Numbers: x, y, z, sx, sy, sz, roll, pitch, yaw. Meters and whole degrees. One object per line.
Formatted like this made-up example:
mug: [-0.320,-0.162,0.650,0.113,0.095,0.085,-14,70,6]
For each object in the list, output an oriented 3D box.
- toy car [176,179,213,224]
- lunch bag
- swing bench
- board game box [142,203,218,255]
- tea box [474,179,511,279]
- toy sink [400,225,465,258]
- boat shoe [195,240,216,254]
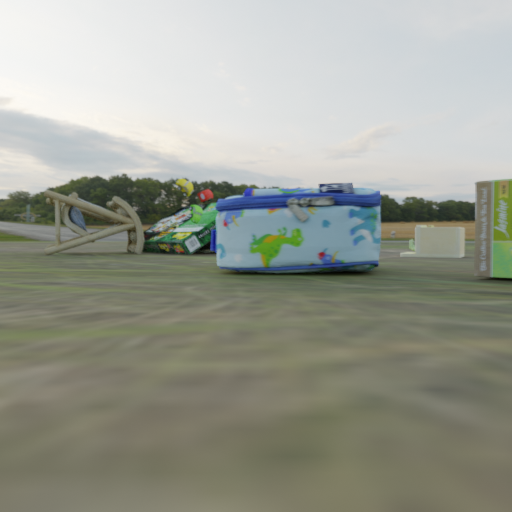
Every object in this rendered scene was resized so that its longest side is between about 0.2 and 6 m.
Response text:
toy car: [-1.150,-1.042,10.901,0.204,0.862,0.916,-25,-32,38]
lunch bag: [0.423,-0.245,5.653,1.585,0.813,1.972,-2,1,9]
swing bench: [-3.312,-0.636,11.418,1.868,1.212,1.858,0,2,-20]
board game box: [-1.503,-0.606,11.975,1.633,0.366,3.117,-34,18,-24]
tea box: [2.496,-0.206,4.370,1.160,0.788,1.180,0,2,45]
toy sink: [2.978,-0.249,9.465,0.971,0.544,0.633,1,2,28]
boat shoe: [-1.073,-0.337,11.977,0.656,0.554,1.840,-1,2,-27]
